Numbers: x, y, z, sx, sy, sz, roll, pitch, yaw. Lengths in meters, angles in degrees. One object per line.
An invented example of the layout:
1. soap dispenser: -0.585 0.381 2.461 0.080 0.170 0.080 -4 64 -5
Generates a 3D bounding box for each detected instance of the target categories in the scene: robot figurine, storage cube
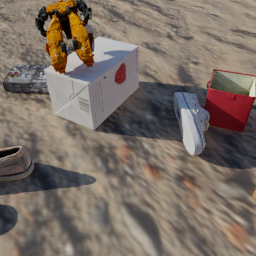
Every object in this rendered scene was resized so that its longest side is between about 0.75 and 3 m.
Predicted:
1. robot figurine: -1.660 -2.596 7.645 1.594 0.640 2.198 -13 66 -2
2. storage cube: 2.950 -0.809 8.229 1.419 1.275 1.213 13 42 14

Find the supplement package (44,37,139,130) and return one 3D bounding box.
1. supplement package: -0.962 -1.507 8.750 1.598 1.618 2.669 20 46 24

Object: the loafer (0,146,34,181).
1. loafer: -3.599 0.831 6.689 2.512 0.790 0.903 -6 41 -7

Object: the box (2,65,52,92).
1. box: -3.442 -1.793 10.025 1.635 0.407 1.289 1 41 1

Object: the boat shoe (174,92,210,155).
1. boat shoe: 1.884 -0.228 7.911 0.831 0.910 2.530 -5 33 1

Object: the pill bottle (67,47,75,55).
1. pill bottle: -2.104 -2.187 10.119 0.894 0.894 1.683 -7 42 -8

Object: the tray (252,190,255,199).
1. tray: 3.649 1.614 6.187 1.509 0.279 0.744 28 48 28
